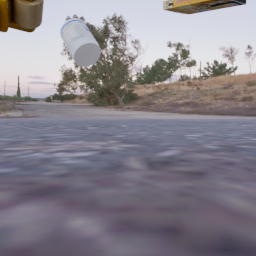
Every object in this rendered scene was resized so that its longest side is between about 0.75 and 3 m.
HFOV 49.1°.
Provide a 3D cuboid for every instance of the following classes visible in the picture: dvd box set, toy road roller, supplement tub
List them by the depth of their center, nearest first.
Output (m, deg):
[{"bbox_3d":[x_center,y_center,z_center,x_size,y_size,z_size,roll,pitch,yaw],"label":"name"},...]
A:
[{"bbox_3d":[1.467,-2.431,5.434,0.944,0.190,1.290,-13,17,-43],"label":"dvd box set"},{"bbox_3d":[-3.410,-3.027,7.262,2.228,1.626,1.369,8,-29,-16],"label":"toy road roller"},{"bbox_3d":[-1.926,-3.440,11.215,1.169,1.771,1.169,-22,-32,-15],"label":"supplement tub"}]
